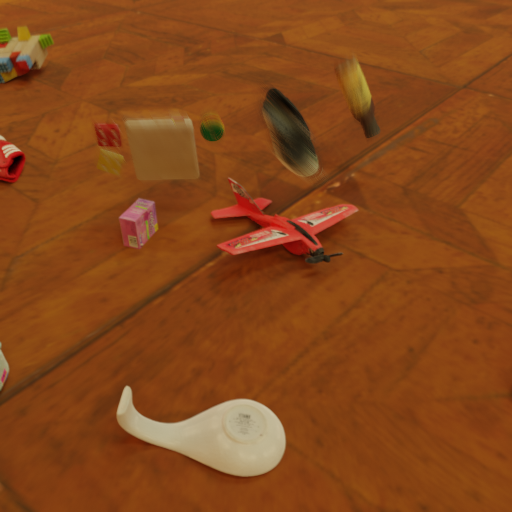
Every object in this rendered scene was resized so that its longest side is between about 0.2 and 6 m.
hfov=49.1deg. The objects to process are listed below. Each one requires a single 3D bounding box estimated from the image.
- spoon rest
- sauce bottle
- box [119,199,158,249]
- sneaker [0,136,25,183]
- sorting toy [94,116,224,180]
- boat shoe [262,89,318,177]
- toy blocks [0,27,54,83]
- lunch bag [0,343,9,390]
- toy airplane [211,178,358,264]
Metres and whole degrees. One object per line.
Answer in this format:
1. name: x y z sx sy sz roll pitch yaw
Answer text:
1. spoon rest: -0.661 2.132 6.923 2.087 0.633 1.037 13 39 -4
2. sauce bottle: 2.145 -3.243 11.624 0.527 1.598 0.527 -27 16 8
3. box: -2.146 -0.590 10.278 0.343 0.624 0.710 12 39 16
4. sneaker: -5.962 -1.894 11.770 1.335 0.906 2.311 23 45 29
5. sorting toy: -1.783 -2.026 10.405 2.461 1.186 0.416 -1 41 4
6. boat shoe: 0.584 -2.207 9.757 0.668 0.593 1.789 -15 63 -6
7. toy blocks: -7.462 -5.854 16.814 2.439 1.219 1.667 -4 47 6
8. lunch bag: -4.364 1.645 7.304 1.905 0.734 1.528 1 38 2
9. toy airplane: 0.291 -0.595 10.327 3.033 0.558 3.033 4 34 -2
